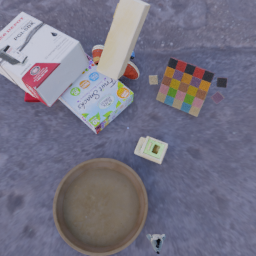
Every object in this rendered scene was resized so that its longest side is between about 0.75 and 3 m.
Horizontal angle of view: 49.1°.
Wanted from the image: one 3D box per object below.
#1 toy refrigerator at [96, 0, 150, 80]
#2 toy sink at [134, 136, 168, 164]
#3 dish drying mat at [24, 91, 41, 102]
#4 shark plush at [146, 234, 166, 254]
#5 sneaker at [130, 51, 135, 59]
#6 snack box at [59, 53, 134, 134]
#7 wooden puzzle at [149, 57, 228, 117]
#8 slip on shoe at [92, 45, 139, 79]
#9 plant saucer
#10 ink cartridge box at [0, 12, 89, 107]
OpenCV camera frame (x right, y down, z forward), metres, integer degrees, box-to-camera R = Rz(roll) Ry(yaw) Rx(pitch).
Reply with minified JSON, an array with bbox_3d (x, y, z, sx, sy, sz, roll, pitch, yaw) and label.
[{"bbox_3d":[-0.161,-2.288,7.140,0.680,1.943,0.738,26,28,3],"label":"toy refrigerator"},{"bbox_3d":[0.638,0.587,7.954,0.857,0.480,0.558,22,77,13],"label":"toy sink"},{"bbox_3d":[-3.041,-1.695,9.460,0.728,0.172,1.895,-1,64,-9],"label":"dish drying mat"},{"bbox_3d":[0.716,2.653,6.367,0.460,1.014,0.422,3,72,-7],"label":"shark plush"},{"bbox_3d":[-0.189,-2.582,9.684,0.938,0.389,0.333,23,69,22],"label":"sneaker"},{"bbox_3d":[-1.221,-1.179,8.919,2.339,0.620,1.663,42,73,16],"label":"snack box"},{"bbox_3d":[1.747,-1.252,8.593,2.422,1.436,0.170,26,29,19],"label":"wooden puzzle"},{"bbox_3d":[-0.373,-1.911,8.803,0.704,1.901,0.582,-9,68,41],"label":"slip on shoe"},{"bbox_3d":[-0.714,2.023,7.417,2.498,0.368,2.498,-1,67,2],"label":"plant saucer"},{"bbox_3d":[-2.802,-2.135,8.480,2.583,1.070,1.896,32,74,22],"label":"ink cartridge box"}]
